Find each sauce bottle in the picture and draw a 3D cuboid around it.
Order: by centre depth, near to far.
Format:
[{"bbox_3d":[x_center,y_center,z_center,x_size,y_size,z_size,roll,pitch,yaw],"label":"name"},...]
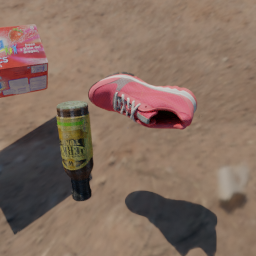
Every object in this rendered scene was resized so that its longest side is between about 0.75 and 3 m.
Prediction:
[{"bbox_3d":[-0.821,0.401,4.588,0.532,0.532,1.644,-6,106,-2],"label":"sauce bottle"}]

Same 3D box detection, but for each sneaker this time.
[{"bbox_3d":[0.221,-0.451,5.152,2.101,0.774,0.911,9,36,8],"label":"sneaker"}]

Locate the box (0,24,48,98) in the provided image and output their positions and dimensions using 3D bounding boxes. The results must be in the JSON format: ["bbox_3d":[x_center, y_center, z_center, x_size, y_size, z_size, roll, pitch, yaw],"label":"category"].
[{"bbox_3d":[-2.868,-1.295,5.835,2.181,1.119,1.033,-15,71,-21],"label":"box"}]
